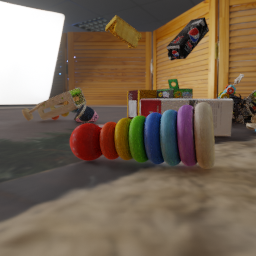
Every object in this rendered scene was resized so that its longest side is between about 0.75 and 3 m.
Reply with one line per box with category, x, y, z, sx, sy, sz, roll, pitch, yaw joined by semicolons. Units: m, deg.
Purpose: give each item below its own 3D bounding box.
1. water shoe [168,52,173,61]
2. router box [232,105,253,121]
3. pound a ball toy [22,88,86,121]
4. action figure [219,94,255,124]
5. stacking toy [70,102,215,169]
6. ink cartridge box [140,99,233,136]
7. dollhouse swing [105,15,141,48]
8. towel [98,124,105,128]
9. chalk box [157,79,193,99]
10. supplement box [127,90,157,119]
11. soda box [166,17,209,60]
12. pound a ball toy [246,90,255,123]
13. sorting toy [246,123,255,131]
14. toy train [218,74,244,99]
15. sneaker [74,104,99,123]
water shoe;2.123;-3.228;11.651;1.045;0.412;0.374;-27;-13;20
router box;5.650;-0.847;15.108;1.895;0.786;2.529;-3;6;-24
pound a ball toy;-3.724;-0.976;14.291;2.761;1.173;1.800;-16;12;27
action figure;5.276;-0.895;12.784;2.391;1.220;1.421;8;33;40
stacking toy;0.182;0.189;4.953;2.559;1.092;1.092;-4;5;18
ink cartridge box;1.760;-0.390;9.156;2.742;1.136;2.013;0;6;4
dollhouse swing;-0.278;-3.854;12.025;1.378;1.211;1.252;29;-30;-25
towel;-0.819;-0.033;10.584;1.025;0.162;1.423;-5;6;-27
chalk box;2.230;-1.302;13.393;1.274;2.055;1.283;-4;7;-33
supplement box;1.365;-1.265;15.319;2.349;1.581;2.382;-2;6;-16
soda box;2.309;-3.416;10.680;0.680;0.609;1.922;10;53;48
pound a ball toy;6.774;-0.750;13.413;2.604;1.698;1.106;7;-35;-13
sorting toy;5.056;0.049;9.072;1.932;0.381;2.087;1;2;11
toy train;4.610;-1.084;13.202;0.819;2.944;2.212;40;-19;0
sneaker;-1.966;-0.519;13.302;0.966;0.826;2.355;29;-5;-11
